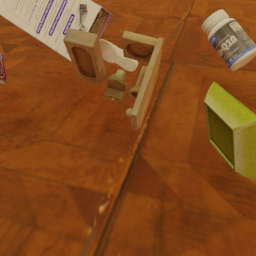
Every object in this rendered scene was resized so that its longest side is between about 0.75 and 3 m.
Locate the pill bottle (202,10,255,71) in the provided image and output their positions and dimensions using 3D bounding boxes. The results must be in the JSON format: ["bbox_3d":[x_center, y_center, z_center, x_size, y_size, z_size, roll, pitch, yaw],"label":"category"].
[{"bbox_3d":[3.178,-2.776,8.825,0.996,0.996,1.751,-26,76,-30],"label":"pill bottle"}]

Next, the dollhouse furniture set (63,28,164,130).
[{"bbox_3d":[-0.401,-0.700,4.712,1.590,1.513,1.296,16,72,8],"label":"dollhouse furniture set"}]

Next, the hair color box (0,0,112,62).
[{"bbox_3d":[-1.931,-2.945,7.103,2.695,1.473,0.874,35,17,10],"label":"hair color box"}]

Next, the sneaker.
[{"bbox_3d":[-0.305,-2.131,8.125,1.343,0.505,0.594,33,34,-7],"label":"sneaker"}]

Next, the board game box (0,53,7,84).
[{"bbox_3d":[-4.387,-1.818,8.304,1.321,0.888,0.296,4,44,-8],"label":"board game box"}]

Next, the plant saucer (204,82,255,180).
[{"bbox_3d":[1.908,0.093,5.375,0.360,1.503,1.505,-21,36,-3],"label":"plant saucer"}]
